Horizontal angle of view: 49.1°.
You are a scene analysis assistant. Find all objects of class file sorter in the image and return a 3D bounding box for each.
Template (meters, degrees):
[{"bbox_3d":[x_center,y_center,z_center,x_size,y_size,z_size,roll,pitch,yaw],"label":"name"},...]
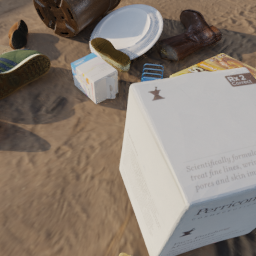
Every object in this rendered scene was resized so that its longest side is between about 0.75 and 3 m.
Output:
[{"bbox_3d":[0.736,-1.441,8.666,0.685,0.606,0.987,7,49,4],"label":"file sorter"}]

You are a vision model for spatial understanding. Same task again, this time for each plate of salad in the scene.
[{"bbox_3d":[-0.069,-3.380,10.164,2.794,0.671,2.794,-9,59,16],"label":"plate of salad"}]

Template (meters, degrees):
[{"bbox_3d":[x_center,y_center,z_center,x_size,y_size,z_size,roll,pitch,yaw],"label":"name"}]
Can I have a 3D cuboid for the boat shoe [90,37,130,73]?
[{"bbox_3d":[-0.605,-2.377,9.230,0.630,0.565,1.703,-38,64,-18],"label":"boat shoe"}]

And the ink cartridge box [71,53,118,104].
[{"bbox_3d":[-0.952,-1.475,8.522,0.864,0.887,1.380,-32,55,-25],"label":"ink cartridge box"}]

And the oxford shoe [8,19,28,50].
[{"bbox_3d":[-4.222,-3.410,10.544,0.630,0.631,1.769,-21,43,12],"label":"oxford shoe"}]

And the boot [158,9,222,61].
[{"bbox_3d":[1.897,-3.474,10.464,2.411,0.774,2.247,-29,53,-18],"label":"boot"}]

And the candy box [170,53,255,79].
[{"bbox_3d":[2.574,-1.226,8.084,2.778,0.768,1.604,-28,53,-37],"label":"candy box"}]

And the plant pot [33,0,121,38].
[{"bbox_3d":[-2.001,-5.048,10.760,2.674,2.674,2.648,24,61,20],"label":"plant pot"}]

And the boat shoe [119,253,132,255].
[{"bbox_3d":[-0.556,3.308,4.304,1.120,1.054,2.942,21,41,25],"label":"boat shoe"}]

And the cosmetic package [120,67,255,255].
[{"bbox_3d":[1.278,0.723,5.169,2.249,2.729,2.252,-11,54,-14],"label":"cosmetic package"}]

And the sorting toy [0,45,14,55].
[{"bbox_3d":[-4.715,-2.709,10.113,1.074,0.158,0.794,11,50,8],"label":"sorting toy"}]

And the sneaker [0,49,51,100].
[{"bbox_3d":[-3.953,-1.712,8.812,2.853,0.957,1.281,-30,44,-21],"label":"sneaker"}]
